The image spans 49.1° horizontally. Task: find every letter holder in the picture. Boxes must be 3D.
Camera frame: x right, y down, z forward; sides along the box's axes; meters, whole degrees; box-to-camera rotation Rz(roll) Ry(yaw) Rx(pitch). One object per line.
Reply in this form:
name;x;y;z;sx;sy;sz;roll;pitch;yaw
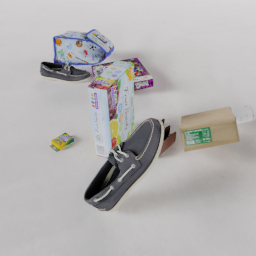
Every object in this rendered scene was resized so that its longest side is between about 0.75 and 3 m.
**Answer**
letter holder;1.146;0.326;9.968;0.625;0.883;1.242;27;45;31

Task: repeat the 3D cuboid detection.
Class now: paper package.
paper package;2.731;0.001;9.516;1.788;0.925;1.705;-11;12;16

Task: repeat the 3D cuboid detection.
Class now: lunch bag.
lunch bag;-2.284;-4.340;15.092;2.844;1.761;2.418;8;27;5

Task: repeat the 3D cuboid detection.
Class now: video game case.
video game case;-0.362;-2.578;13.793;2.545;0.503;2.808;-12;36;-8

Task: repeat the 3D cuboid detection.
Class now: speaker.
speaker;3.910;-0.407;10.817;1.631;0.662;0.662;-14;39;1

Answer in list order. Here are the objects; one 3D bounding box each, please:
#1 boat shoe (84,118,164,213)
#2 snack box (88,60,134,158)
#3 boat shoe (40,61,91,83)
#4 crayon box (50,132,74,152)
boat shoe;-0.131;0.949;7.421;0.938;2.990;1.086;25;13;-34
snack box;-0.462;-0.605;9.604;0.739;2.788;1.983;13;40;19
boat shoe;-3.191;-2.874;14.116;2.638;0.827;0.958;6;37;7
crayon box;-2.445;0.511;10.286;0.495;0.203;0.787;29;47;32
